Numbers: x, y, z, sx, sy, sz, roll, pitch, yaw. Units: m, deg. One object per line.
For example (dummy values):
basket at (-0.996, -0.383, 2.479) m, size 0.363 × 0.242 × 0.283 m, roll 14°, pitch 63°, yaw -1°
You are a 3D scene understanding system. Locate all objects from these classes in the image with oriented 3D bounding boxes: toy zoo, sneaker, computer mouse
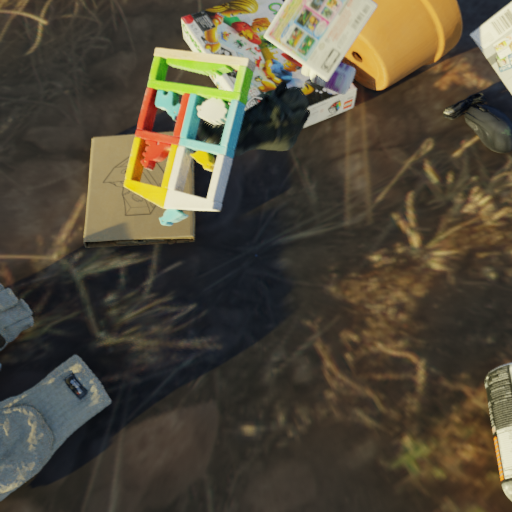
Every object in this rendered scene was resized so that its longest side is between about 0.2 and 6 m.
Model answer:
toy zoo at (-0.875, -1.393, 6.788) m, size 1.377 × 0.215 × 2.100 m, roll 17°, pitch 95°, yaw 26°
sneaker at (0.046, -1.904, 7.641) m, size 1.769 × 1.013 × 0.676 m, roll -12°, pitch 62°, yaw -38°
computer mouse at (4.475, -2.622, 10.874) m, size 1.040 × 0.396 × 1.502 m, roll -28°, pitch 65°, yaw -15°

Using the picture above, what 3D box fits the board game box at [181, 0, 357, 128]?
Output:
board game box at (0.182, -3.973, 11.488) m, size 2.193 × 0.601 × 3.475 m, roll -25°, pitch 64°, yaw -14°

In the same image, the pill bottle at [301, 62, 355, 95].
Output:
pill bottle at (1.073, -2.737, 8.381) m, size 0.737 × 0.414 × 0.414 m, roll 26°, pitch 64°, yaw 9°

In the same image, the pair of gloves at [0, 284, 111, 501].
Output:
pair of gloves at (-4.073, 1.996, 8.260) m, size 3.135 × 0.550 × 2.665 m, roll 39°, pitch 64°, yaw 16°

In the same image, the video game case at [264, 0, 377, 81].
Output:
video game case at (0.686, -2.516, 6.005) m, size 0.847 × 0.110 × 0.930 m, roll 33°, pitch 103°, yaw -5°

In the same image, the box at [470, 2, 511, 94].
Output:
box at (4.062, -2.791, 7.690) m, size 1.779 × 1.387 × 0.366 m, roll 54°, pitch 44°, yaw -1°

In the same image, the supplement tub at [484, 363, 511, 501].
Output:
supplement tub at (3.875, 2.530, 7.559) m, size 1.232 × 1.232 × 2.011 m, roll 1°, pitch 62°, yaw 1°

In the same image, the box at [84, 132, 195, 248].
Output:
box at (-2.096, -1.252, 10.207) m, size 1.928 × 0.251 × 2.359 m, roll -3°, pitch 62°, yaw -2°

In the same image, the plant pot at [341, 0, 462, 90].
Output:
plant pot at (2.523, -4.401, 10.920) m, size 1.655 × 2.365 × 2.365 m, roll -45°, pitch 69°, yaw -4°
